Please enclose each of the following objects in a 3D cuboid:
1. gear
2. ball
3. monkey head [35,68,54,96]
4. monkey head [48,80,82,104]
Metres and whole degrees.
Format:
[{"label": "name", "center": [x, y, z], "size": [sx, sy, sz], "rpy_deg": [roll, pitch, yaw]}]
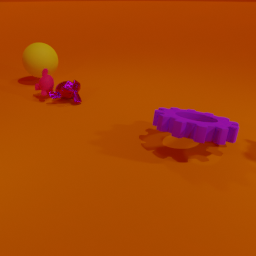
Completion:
[{"label": "gear", "center": [1.606, -0.098, 6.744], "size": [1.961, 0.363, 1.961], "rpy_deg": [8, 15, -2]}, {"label": "ball", "center": [-3.497, -2.690, 11.182], "size": [1.378, 1.378, 1.378], "rpy_deg": [0, 27, 0]}, {"label": "monkey head", "center": [-2.934, -1.515, 9.728], "size": [0.738, 1.026, 0.618], "rpy_deg": [-2, -16, 1]}, {"label": "monkey head", "center": [-1.981, -1.158, 9.477], "size": [0.771, 0.921, 1.280], "rpy_deg": [-23, -1, 41]}]
